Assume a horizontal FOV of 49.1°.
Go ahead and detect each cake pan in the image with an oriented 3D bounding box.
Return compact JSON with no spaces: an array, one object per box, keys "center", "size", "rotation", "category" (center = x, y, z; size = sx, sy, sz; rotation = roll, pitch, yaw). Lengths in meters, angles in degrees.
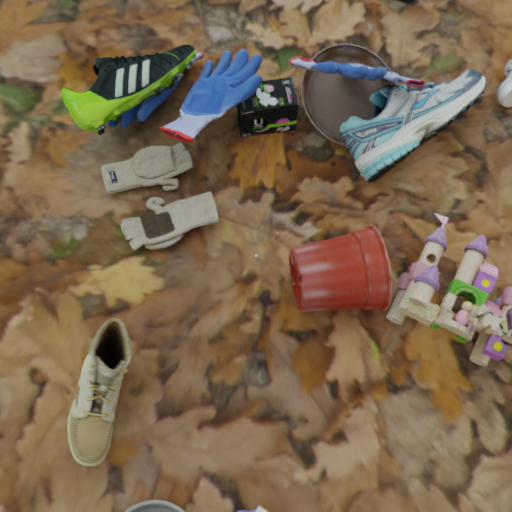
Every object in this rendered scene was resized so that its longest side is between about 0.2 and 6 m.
[{"center":[-1.600,4.634,8.715],"size":[1.531,0.281,1.531],"rotation":[0,67,0],"category":"cake pan"}]

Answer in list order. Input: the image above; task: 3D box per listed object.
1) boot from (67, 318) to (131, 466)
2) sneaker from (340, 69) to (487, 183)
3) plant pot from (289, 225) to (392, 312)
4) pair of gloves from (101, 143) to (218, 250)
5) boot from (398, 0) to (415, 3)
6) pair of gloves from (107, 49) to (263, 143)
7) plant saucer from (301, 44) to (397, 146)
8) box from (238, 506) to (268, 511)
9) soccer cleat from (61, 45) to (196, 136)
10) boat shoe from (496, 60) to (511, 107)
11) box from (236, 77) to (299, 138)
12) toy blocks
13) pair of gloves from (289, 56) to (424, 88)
[{"center":[-2.443,2.130,8.795],"size":[0.717,1.539,1.990],"rotation":[12,54,-19],"category":"boot"},{"center":[3.159,-3.000,11.241],"size":[3.402,1.320,1.468],"rotation":[-37,88,-15],"category":"sneaker"},{"center":[1.399,0.310,9.798],"size":[1.489,1.531,1.531],"rotation":[-8,67,-4],"category":"plant pot"},{"center":[-1.922,-1.190,11.160],"size":[1.886,0.389,2.219],"rotation":[-24,68,-7],"category":"pair of gloves"},{"center":[3.471,-6.882,13.494],"size":[1.623,0.594,1.222],"rotation":[37,72,21],"category":"boot"},{"center":[-1.595,-3.443,11.520],"size":[3.381,0.385,2.718],"rotation":[20,60,33],"category":"pair of gloves"},{"center":[1.941,-3.322,11.750],"size":[2.197,0.352,2.197],"rotation":[1,85,-13],"category":"plant saucer"},{"center":[0.476,4.987,8.462],"size":[2.503,0.519,1.490],"rotation":[29,70,14],"category":"box"},{"center":[-2.462,-3.561,11.051],"size":[2.895,0.977,1.173],"rotation":[-39,100,-17],"category":"soccer cleat"},{"center":[5.872,-4.031,12.183],"size":[2.227,0.802,0.763],"rotation":[-38,62,-14],"category":"boat shoe"},{"center":[0.212,-3.090,11.683],"size":[1.209,0.898,0.752],"rotation":[-8,67,-3],"category":"box"},{"center":[3.641,0.462,9.404],"size":[2.133,2.283,1.922],"rotation":[27,75,11],"category":"toy blocks"},{"center":[1.984,-3.536,10.705],"size":[2.476,0.282,1.991],"rotation":[-9,27,-39],"category":"pair of gloves"}]
